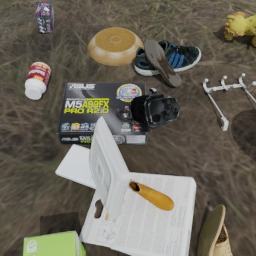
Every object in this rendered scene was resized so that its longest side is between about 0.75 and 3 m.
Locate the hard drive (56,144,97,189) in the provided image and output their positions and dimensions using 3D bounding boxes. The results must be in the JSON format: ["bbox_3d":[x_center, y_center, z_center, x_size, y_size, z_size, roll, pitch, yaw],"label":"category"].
[{"bbox_3d":[-1.228,1.218,8.737,1.724,0.230,1.137,16,55,19],"label":"hard drive"}]

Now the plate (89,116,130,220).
[{"bbox_3d":[-0.588,1.043,7.033,0.319,1.967,1.971,-8,48,-23],"label":"plate"}]

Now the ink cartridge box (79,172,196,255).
[{"bbox_3d":[0.329,2.403,7.888,2.880,0.721,2.318,0,51,24],"label":"ink cartridge box"}]

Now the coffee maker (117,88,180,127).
[{"bbox_3d":[0.608,-0.476,8.383,1.459,1.519,1.023,-34,102,-8],"label":"coffee maker"}]

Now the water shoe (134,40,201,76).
[{"bbox_3d":[1.708,-2.935,11.317,2.972,1.173,1.063,-18,57,-13],"label":"water shoe"}]

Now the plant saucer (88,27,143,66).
[{"bbox_3d":[-0.556,-3.752,12.382,2.497,0.442,2.497,0,54,0],"label":"plant saucer"}]

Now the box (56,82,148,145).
[{"bbox_3d":[-0.832,-0.561,9.889,2.983,0.660,2.390,1,54,0],"label":"box"}]

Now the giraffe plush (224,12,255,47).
[{"bbox_3d":[5.148,-4.425,12.176,1.739,1.850,2.144,10,36,22],"label":"giraffe plush"}]

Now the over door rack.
[{"bbox_3d":[3.935,-1.098,10.244,1.685,0.760,2.281,-8,54,-5],"label":"over door rack"}]

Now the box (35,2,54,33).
[{"bbox_3d":[-3.880,-5.182,13.176,0.741,0.854,1.292,-4,53,-8],"label":"box"}]

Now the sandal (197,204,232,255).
[{"bbox_3d":[2.246,3.214,7.180,0.776,0.865,2.359,32,64,-2],"label":"sandal"}]

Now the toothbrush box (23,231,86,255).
[{"bbox_3d":[-1.466,3.823,5.882,1.141,1.929,2.650,-5,53,-4],"label":"toothbrush box"}]

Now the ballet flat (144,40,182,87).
[{"bbox_3d":[1.309,-2.439,10.777,0.705,0.485,2.091,-41,100,-3],"label":"ballet flat"}]

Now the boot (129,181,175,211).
[{"bbox_3d":[0.571,1.749,7.233,1.147,0.821,0.403,20,80,47],"label":"boot"}]

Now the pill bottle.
[{"bbox_3d":[-3.470,-1.796,10.733,0.779,0.779,1.379,1,54,1],"label":"pill bottle"}]
